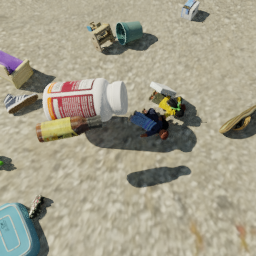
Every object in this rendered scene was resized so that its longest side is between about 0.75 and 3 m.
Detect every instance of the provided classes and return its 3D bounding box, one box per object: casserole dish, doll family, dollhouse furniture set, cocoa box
[{"bbox_3d":[-3.830,3.463,9.151,1.406,0.450,2.321,-27,62,-16],"label":"casserole dish"},{"bbox_3d":[1.340,-0.534,11.202,1.679,1.140,2.904,35,69,17],"label":"doll family"},{"bbox_3d":[-1.517,-4.524,13.795,0.988,0.983,1.402,-41,43,-21],"label":"dollhouse furniture set"},{"bbox_3d":[3.307,-6.303,14.908,0.605,0.615,0.922,28,63,16],"label":"cocoa box"}]

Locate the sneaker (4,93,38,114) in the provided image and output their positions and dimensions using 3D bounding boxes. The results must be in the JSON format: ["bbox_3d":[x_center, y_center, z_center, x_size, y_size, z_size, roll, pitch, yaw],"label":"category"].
[{"bbox_3d":[-4.607,-1.250,11.949,1.412,0.495,0.766,-33,66,-15],"label":"sneaker"}]

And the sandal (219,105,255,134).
[{"bbox_3d":[4.591,-0.282,11.291,2.090,0.839,0.564,-29,84,-21],"label":"sandal"}]

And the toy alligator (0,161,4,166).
[{"bbox_3d":[-5.707,1.087,10.448,2.187,0.649,0.593,1,59,1],"label":"toy alligator"}]

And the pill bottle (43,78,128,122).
[{"bbox_3d":[-1.467,-0.952,10.062,2.766,1.563,1.563,-3,58,13],"label":"pill bottle"}]

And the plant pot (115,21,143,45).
[{"bbox_3d":[0.096,-4.754,13.787,1.066,1.088,1.088,-21,61,-20],"label":"plant pot"}]

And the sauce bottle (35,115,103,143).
[{"bbox_3d":[-1.761,-0.018,8.524,1.962,0.647,0.647,-11,60,-3],"label":"sauce bottle"}]

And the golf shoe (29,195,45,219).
[{"bbox_3d":[-3.201,2.740,9.709,0.373,0.327,0.848,4,58,33],"label":"golf shoe"}]

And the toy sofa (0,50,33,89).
[{"bbox_3d":[-5.781,-3.041,12.527,2.799,1.366,1.159,27,63,16],"label":"toy sofa"}]

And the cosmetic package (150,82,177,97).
[{"bbox_3d":[1.447,-1.581,11.424,0.924,0.239,0.697,8,27,-41],"label":"cosmetic package"}]
